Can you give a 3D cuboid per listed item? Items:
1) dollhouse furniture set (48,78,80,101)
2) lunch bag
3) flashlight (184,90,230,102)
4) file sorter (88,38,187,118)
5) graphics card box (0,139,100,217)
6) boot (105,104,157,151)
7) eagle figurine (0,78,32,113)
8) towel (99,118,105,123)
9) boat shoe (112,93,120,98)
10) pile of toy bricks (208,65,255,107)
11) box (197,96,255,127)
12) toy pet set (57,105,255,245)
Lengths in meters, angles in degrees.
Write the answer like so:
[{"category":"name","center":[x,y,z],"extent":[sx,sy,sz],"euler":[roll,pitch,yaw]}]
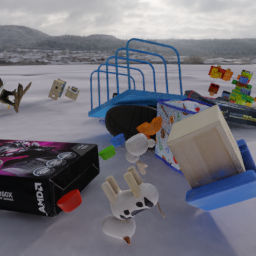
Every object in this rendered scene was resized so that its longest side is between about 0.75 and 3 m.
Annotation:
[{"category":"dollhouse furniture set","center":[-3.065,-1.718,13.723],"extent":[1.286,0.901,0.907],"euler":[23,13,-6]},{"category":"lunch bag","center":[1.280,0.175,5.607],"extent":[1.000,1.373,1.615],"euler":[-6,16,-17]},{"category":"flashlight","center":[3.269,-1.198,11.881],"extent":[0.661,0.664,1.953],"euler":[-37,34,-28]},{"category":"file sorter","center":[0.114,-1.198,7.678],"extent":[1.691,1.495,2.437],"euler":[2,-10,-30]},{"category":"graphics card box","center":[-1.931,0.713,4.758],"extent":[2.532,0.644,1.588],"euler":[3,15,19]},{"category":"boot","center":[0.967,-0.239,7.574],"extent":[2.947,1.078,2.219],"euler":[5,17,3]},{"category":"eagle figurine","center":[-5.158,-1.288,10.989],"extent":[2.187,1.651,1.660],"euler":[14,28,10]},{"category":"towel","center":[0.087,-0.201,9.218],"extent":[1.306,0.215,1.804],"euler":[-16,21,-39]},{"category":"boat shoe","center":[0.582,-0.843,10.319],"extent":[2.731,0.773,0.937],"euler":[6,17,22]},{"category":"pile of toy bricks","center":[4.746,-1.476,12.009],"extent":[3.000,1.664,1.481],"euler":[21,50,14]},{"category":"box","center":[3.383,-0.536,9.150],"extent":[1.928,0.492,1.521],"euler":[10,14,-8]},{"category":"toy pet set","center":[0.660,0.730,4.424],"extent":[2.418,1.375,2.590],"euler":[-25,11,23]}]
